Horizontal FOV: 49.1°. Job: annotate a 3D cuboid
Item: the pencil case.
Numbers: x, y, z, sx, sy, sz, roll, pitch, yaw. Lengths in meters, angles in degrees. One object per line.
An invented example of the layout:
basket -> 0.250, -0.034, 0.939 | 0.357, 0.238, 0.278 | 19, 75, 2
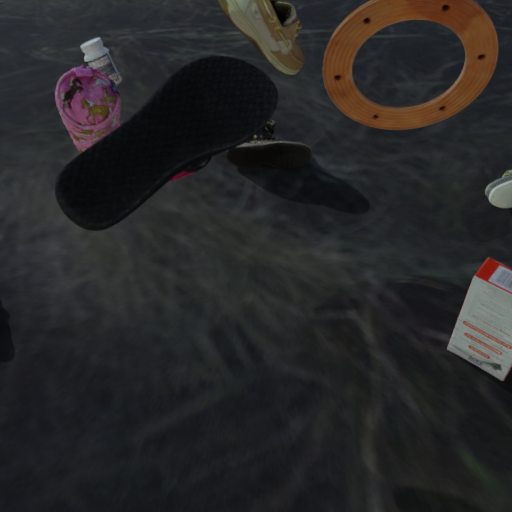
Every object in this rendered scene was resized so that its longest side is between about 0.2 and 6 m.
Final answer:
pencil case -> -2.442, -2.052, 8.472 | 0.888, 2.146, 0.928 | 42, 79, -5

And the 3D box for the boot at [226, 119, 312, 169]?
boot -> 0.317, -2.683, 12.961 | 1.921, 0.703, 1.446 | -2, 44, 6

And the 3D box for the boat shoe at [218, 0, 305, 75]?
boat shoe -> 0.333, -4.095, 9.948 | 0.874, 2.632, 0.974 | -29, 70, 23

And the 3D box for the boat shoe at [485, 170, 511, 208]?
boat shoe -> 5.495, -1.495, 11.716 | 1.947, 0.696, 0.582 | -13, 45, -22

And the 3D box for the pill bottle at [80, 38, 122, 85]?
pill bottle -> -2.591, -3.202, 9.353 | 0.436, 0.749, 0.436 | -16, 33, 11

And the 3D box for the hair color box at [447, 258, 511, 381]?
hair color box -> 3.571, 0.968, 8.340 | 0.956, 1.725, 0.551 | 31, 51, 28

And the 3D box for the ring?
ring -> 2.717, -3.452, 10.084 | 3.033, 3.033, 0.291 | 4, 58, 4

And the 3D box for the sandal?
sandal -> -0.972, -1.284, 6.226 | 2.795, 0.630, 1.049 | -38, 92, -17
